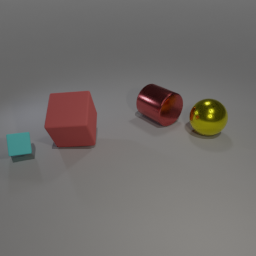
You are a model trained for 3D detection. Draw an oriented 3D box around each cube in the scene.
[{"bbox_3d":[-1.906,-0.286,9.692,1.400,1.400,1.400,-3,59,4],"label":"cube"},{"bbox_3d":[-3.587,0.526,9.255,0.700,0.700,0.700,-7,0,-20],"label":"cube"}]

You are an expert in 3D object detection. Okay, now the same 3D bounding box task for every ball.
[{"bbox_3d":[3.018,-0.406,10.523,1.400,1.400,1.400,0,29,0],"label":"ball"}]

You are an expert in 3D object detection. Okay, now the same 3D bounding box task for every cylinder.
[{"bbox_3d":[1.297,-0.971,11.549,1.400,1.400,1.400,-21,36,-33],"label":"cylinder"}]
